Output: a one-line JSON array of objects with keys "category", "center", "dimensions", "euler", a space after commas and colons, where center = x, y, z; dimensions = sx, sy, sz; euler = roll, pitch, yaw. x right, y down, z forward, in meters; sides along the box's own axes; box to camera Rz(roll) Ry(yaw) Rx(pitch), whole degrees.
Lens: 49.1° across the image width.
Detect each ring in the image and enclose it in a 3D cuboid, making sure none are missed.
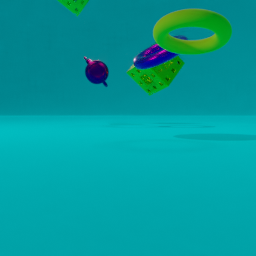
[{"category": "ring", "center": [0.886, -2.080, 7.684], "dimensions": [1.605, 0.321, 1.605], "euler": [-24, 22, 10]}, {"category": "ring", "center": [0.890, -1.315, 3.933], "dimensions": [1.075, 0.215, 1.075], "euler": [6, -8, 1]}]

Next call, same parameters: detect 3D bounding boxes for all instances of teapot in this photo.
[{"category": "teapot", "center": [-1.244, -2.183, 10.840], "dimensions": [0.914, 1.470, 0.720], "euler": [-38, 11, -5]}]

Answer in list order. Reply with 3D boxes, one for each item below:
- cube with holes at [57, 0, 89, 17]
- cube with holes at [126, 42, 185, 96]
[{"category": "cube with holes", "center": [-1.761, -4.268, 8.867], "dimensions": [0.878, 0.878, 0.878], "euler": [31, 18, -35]}, {"category": "cube with holes", "center": [1.033, -2.271, 10.599], "dimensions": [1.306, 1.306, 1.306], "euler": [43, -25, -15]}]
